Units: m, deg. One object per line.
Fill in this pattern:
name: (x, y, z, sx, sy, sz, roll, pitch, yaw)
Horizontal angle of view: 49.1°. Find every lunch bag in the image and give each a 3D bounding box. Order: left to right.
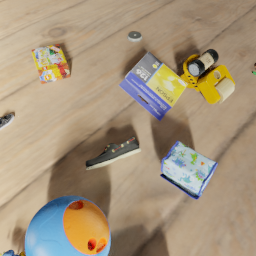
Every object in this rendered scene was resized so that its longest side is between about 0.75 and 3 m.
lunch bag: (1.764, 1.396, 8.547, 1.398, 1.644, 1.048, 32, 65, 21)

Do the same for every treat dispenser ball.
treat dispenser ball: (-1.492, 2.801, 7.106, 2.116, 2.116, 2.116, 0, 50, 0)

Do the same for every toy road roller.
toy road roller: (3.212, -2.058, 11.865, 1.387, 1.648, 2.258, -38, 97, -27)

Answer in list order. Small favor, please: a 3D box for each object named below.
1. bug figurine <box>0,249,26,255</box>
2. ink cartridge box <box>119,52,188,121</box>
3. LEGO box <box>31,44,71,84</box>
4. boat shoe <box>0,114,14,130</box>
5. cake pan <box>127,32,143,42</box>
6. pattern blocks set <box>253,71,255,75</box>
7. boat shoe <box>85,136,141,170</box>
bug figurine: (-2.796, 4.362, 6.712, 2.190, 0.727, 2.824, 14, 51, 11)
ink cartridge box: (1.086, -1.761, 11.377, 2.211, 0.526, 2.237, 40, 53, -5)
LEGO box: (-3.541, -2.950, 12.802, 1.345, 0.697, 1.806, -18, 52, -14)
boat shoe: (-4.883, -0.239, 10.770, 0.382, 0.362, 1.093, 32, 57, 24)
cake pan: (0.361, -4.814, 14.714, 0.820, 0.150, 0.820, 0, 50, 0)
pattern blocks set: (6.438, -2.614, 12.905, 1.400, 0.113, 1.231, -19, 53, -15)
boat shoe: (-0.542, 0.853, 9.478, 2.069, 0.757, 0.648, -21, 84, -26)
